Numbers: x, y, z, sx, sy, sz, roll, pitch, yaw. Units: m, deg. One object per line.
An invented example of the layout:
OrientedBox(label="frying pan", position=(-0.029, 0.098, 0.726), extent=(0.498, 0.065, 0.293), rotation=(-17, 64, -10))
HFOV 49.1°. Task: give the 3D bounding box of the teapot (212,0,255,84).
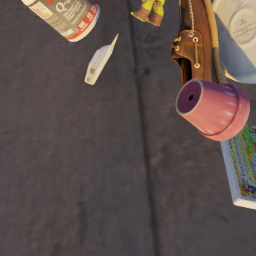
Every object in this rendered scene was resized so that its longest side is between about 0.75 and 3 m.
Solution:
OrientedBox(label="teapot", position=(2.984, -2.100, 5.899), extent=(1.807, 2.442, 2.474), rotation=(-11, 40, -30))

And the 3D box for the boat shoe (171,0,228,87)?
OrientedBox(label="boat shoe", position=(1.369, -1.547, 5.795), extent=(0.960, 0.961, 2.730), rotation=(-13, 93, 3))

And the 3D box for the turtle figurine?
OrientedBox(label="turtle figurine", position=(0.744, -2.993, 5.852), extent=(0.628, 1.574, 1.951), rotation=(32, 26, 19))

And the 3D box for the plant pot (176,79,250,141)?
OrientedBox(label="plant pot", position=(1.015, -0.281, 3.560), extent=(0.672, 0.751, 0.751), rotation=(20, 59, -26))

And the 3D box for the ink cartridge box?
OrientedBox(label="ink cartridge box", position=(-0.716, -1.860, 7.445), extent=(0.347, 0.988, 1.215), rotation=(24, 69, -7))

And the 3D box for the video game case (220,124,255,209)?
OrientedBox(label="video game case", position=(2.321, 0.628, 4.648), extent=(1.547, 0.195, 1.700), rotation=(14, 46, -8))

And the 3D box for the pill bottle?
OrientedBox(label="pill bottle", position=(-1.967, -3.507, 7.426), extent=(1.332, 2.300, 1.332), rotation=(-23, 51, 32))
